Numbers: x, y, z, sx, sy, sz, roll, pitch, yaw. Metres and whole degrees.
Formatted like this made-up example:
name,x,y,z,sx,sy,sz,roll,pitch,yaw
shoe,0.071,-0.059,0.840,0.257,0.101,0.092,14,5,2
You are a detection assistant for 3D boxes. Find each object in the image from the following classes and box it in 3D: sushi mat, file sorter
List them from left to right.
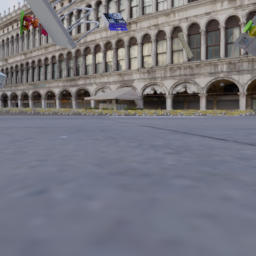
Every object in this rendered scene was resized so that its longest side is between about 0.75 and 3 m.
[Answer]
name,x,y,z,sx,sy,sz,roll,pitch,yaw
file sorter,-1.895,-3.446,7.876,1.212,1.947,1.351,-43,39,-14
sushi mat,2.050,-2.938,9.978,0.059,0.978,0.468,-21,15,35

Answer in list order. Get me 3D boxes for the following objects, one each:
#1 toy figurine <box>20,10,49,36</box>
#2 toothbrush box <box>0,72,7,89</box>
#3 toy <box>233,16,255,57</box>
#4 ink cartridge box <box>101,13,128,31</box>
name,x,y,z,sx,sy,sz,roll,pitch,yaw
toy figurine,-2.857,-3.256,8.795,0.952,0.777,1.035,6,0,-19
toothbrush box,-3.902,-1.454,7.604,0.978,0.417,0.716,30,11,35
toy,4.230,-2.453,7.952,2.058,0.486,1.185,25,-43,-7
ink cartridge box,-0.498,-4.198,11.066,0.862,0.870,0.189,-15,-24,-32
